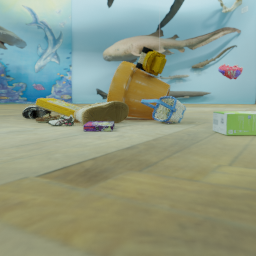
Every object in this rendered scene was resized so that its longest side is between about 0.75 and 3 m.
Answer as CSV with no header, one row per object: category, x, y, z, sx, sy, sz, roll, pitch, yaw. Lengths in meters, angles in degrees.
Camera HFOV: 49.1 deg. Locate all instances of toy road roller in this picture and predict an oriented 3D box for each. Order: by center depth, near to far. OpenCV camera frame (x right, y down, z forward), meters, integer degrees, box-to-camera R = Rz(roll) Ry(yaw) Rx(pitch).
toy road roller,1.345,-3.030,13.284,1.306,1.099,1.789,34,19,35

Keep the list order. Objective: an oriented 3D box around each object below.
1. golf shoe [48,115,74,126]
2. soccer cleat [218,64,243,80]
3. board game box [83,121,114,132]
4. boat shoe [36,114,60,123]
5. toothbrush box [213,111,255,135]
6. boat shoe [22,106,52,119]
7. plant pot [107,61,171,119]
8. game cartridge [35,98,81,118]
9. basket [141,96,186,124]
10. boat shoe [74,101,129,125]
golf shoe,-2.702,-0.297,11.326,1.026,0.452,0.396,-2,8,-4
soccer cleat,4.262,-2.302,11.722,1.674,0.640,0.558,-13,39,-43
board game box,-1.029,-0.073,10.332,1.010,0.272,1.683,-4,7,0
boat shoe,-3.572,-0.437,12.612,1.121,0.414,0.424,0,7,2
toothbrush box,3.743,-0.174,9.074,1.634,0.704,1.190,1,7,-3
boat shoe,-4.806,-0.753,14.546,1.855,0.685,0.560,-4,33,20
plant pot,0.665,-1.661,14.440,2.661,2.907,2.907,18,10,10
game cartridge,-2.808,-0.895,13.591,2.627,0.426,2.316,16,7,1
basket,1.553,-0.857,12.197,1.696,1.180,1.495,27,-5,-24
boat shoe,-1.132,-0.709,12.294,0.965,1.028,2.788,13,14,41
